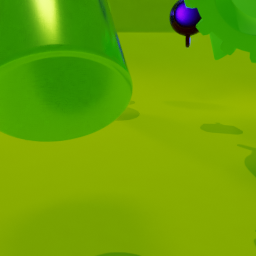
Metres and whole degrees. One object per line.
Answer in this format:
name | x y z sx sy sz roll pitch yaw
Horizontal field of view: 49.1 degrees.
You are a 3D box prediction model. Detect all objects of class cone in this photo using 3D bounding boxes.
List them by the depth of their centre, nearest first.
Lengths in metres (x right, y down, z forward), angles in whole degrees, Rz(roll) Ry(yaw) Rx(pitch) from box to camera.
cone | 1.680 -2.302 4.934 1.535 1.541 1.535 -42 5 5

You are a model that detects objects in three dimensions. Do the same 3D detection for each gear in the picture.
gear | 1.391 -1.444 2.965 1.672 1.672 0.309 19 62 42

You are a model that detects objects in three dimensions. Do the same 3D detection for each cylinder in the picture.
cylinder | -0.672 -0.673 2.507 1.201 1.201 1.201 -6 60 -17

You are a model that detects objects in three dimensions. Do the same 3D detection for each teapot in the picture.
teapot | 1.554 -2.839 7.144 0.960 1.544 0.756 3 1 14

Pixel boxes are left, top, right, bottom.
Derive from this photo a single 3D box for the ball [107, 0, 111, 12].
ball | -1.162 -3.487 8.327 1.304 1.304 1.304 0 20 0
